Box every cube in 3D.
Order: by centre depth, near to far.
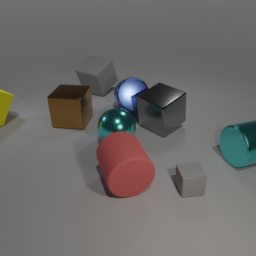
[{"bbox_3d":[1.818,1.499,8.167,0.700,0.700,0.700,-6,29,-6],"label":"cube"},{"bbox_3d":[1.345,-0.755,11.183,1.400,1.400,1.400,-34,45,-29],"label":"cube"},{"bbox_3d":[-5.816,-1.012,11.307,1.400,1.400,1.400,20,1,22],"label":"cube"},{"bbox_3d":[-2.363,-0.909,11.729,1.400,1.400,1.400,4,30,9],"label":"cube"},{"bbox_3d":[-1.599,-2.732,14.551,1.400,1.400,1.400,19,56,29],"label":"cube"}]

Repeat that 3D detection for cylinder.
[{"bbox_3d":[-0.102,1.035,8.191,1.400,1.400,1.400,-9,34,-16],"label":"cylinder"},{"bbox_3d":[4.032,0.483,9.275,1.400,1.400,1.400,-10,31,-18],"label":"cylinder"},{"bbox_3d":[0.134,-1.503,12.413,1.400,1.400,1.400,-4,8,-7],"label":"cylinder"}]

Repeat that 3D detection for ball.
[{"bbox_3d":[-0.405,-0.029,10.188,1.400,1.400,1.400,0,29,0],"label":"ball"}]
